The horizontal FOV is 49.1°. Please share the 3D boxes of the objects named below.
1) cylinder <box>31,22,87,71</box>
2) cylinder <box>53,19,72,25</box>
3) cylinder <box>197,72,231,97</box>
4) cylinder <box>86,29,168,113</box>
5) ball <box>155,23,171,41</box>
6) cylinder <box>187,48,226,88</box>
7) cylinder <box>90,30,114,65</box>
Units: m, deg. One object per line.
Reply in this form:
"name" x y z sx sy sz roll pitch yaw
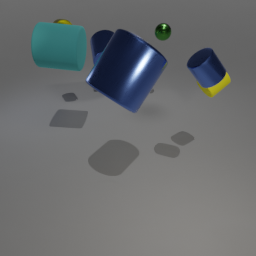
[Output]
"cylinder" -2.158 -2.592 8.971 1.400 1.400 1.400 7 32 3
"cylinder" -2.502 -3.792 10.707 0.700 0.700 0.700 -14 27 -21
"cylinder" 2.516 -1.381 8.259 0.700 0.700 0.700 -40 38 2
"cylinder" -0.034 -1.283 6.456 1.400 1.400 1.400 33 5 -3
"ball" 1.463 -4.013 11.704 0.700 0.700 0.700 0 32 0
"cylinder" 1.903 -1.455 6.798 0.700 0.700 0.700 -33 30 23
"cylinder" -1.047 -3.699 13.443 1.400 1.400 1.400 -6 60 -10
